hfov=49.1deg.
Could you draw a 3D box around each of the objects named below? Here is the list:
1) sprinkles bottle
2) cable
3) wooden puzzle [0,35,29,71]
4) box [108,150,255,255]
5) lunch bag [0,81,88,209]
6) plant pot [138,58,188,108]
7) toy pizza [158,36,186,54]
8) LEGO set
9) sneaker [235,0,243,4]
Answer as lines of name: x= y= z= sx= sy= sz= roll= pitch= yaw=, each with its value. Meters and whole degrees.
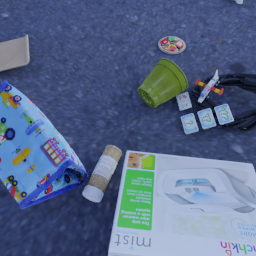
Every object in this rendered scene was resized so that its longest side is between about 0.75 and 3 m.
sprinkles bottle: x=-0.635 y=1.139 z=7.178 sx=0.500 sy=0.500 sz=1.465 roll=17 pitch=56 yaw=12
cable: x=3.153 y=-0.851 z=8.599 sx=2.487 sy=0.632 sz=2.029 roll=11 pitch=64 yaw=18
wooden puzzle: x=-4.265 y=-2.515 z=9.838 sx=1.728 sy=0.322 sz=1.599 roll=-18 pitch=53 yaw=0
box: x=1.193 y=1.925 z=5.725 sx=2.889 sy=1.397 sz=2.549 roll=6 pitch=36 yaw=5
lunch bag: x=-1.858 y=0.421 z=6.318 sx=1.288 sy=2.738 sz=2.061 roll=-42 pitch=79 yaw=1
plant pot: x=0.978 y=-1.278 z=8.612 sx=1.182 sy=1.228 sz=1.228 roll=-42 pitch=64 yaw=-12
toy pizza: x=1.642 y=-3.133 z=10.452 sx=1.023 sy=0.162 sz=1.023 roll=0 pitch=54 yaw=0
LEGO set: x=2.153 y=-0.874 z=8.318 sx=1.405 sy=0.461 sz=1.880 roll=-17 pitch=60 yaw=14
sneaker: x=4.694 y=-5.732 z=12.223 sx=0.283 sy=0.322 sz=0.804 roll=-36 pitch=60 yaw=-21
